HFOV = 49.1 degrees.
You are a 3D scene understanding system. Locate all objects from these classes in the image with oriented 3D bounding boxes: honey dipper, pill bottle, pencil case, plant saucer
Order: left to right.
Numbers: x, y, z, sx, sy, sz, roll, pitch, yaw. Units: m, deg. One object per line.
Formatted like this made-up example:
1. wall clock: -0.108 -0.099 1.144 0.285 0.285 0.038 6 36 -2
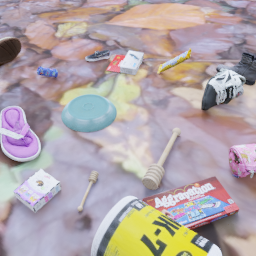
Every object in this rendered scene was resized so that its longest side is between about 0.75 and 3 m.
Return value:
1. pencil case: -2.974 -2.078 10.360 0.774 0.336 0.302 2 26 -42
2. honey dipper: -0.985 1.528 6.783 0.208 0.208 1.093 11 47 12
3. plant saucer: -1.255 -0.585 8.981 1.794 0.322 1.794 0 42 0
4. honey dipper: 0.996 0.685 7.528 0.432 0.432 2.275 17 44 18
5. pill bottle: 0.721 2.397 4.900 2.506 1.432 1.432 25 48 25
6. pencil case: 3.616 0.783 7.113 2.015 0.834 0.872 -5 70 -7

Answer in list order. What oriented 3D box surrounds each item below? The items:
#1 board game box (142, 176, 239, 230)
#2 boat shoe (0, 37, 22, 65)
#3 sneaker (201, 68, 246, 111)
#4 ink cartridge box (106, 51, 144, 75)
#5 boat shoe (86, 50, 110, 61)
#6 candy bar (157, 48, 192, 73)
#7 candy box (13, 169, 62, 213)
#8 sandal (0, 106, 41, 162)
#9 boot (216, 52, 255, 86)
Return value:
1. board game box: 1.430 1.792 6.479 1.972 0.192 1.015 -14 43 -15
2. boat shoe: -5.420 -2.914 11.090 0.956 0.954 2.584 15 44 24
3. sneaker: 3.236 -1.272 9.305 1.057 0.885 2.388 24 48 27
4. ink cartridge box: -0.109 -2.679 11.281 1.210 0.307 1.373 11 43 11
5. boat shoe: -1.256 -3.039 11.629 1.055 0.358 0.379 -11 44 -12
6. candy bar: 1.688 -2.421 10.220 0.194 1.751 0.437 32 66 -23
7. candy box: -2.154 1.483 6.726 0.710 0.303 0.846 27 49 26
8. sandal: -3.274 0.042 8.078 0.995 0.601 2.445 -22 47 -23
9. boot: 4.116 -2.332 10.338 1.602 1.055 0.559 26 50 26
